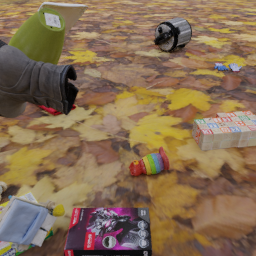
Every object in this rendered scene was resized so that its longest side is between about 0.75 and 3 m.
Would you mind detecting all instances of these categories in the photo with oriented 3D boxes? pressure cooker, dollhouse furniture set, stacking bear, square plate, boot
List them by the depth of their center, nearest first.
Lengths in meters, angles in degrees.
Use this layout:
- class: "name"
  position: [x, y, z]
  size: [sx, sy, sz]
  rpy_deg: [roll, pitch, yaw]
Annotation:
- class: "dollhouse furniture set"
  position: [-1.831, 1.995, 4.602]
  size: [1.173, 1.697, 1.797]
  rpy_deg: [23, 74, 30]
- class: "boot"
  position: [-1.906, -0.616, 5.718]
  size: [1.658, 2.519, 0.879]
  rpy_deg: [21, 68, -5]
- class: "stacking bear"
  position: [0.550, 1.014, 7.733]
  size: [1.059, 0.602, 0.643]
  rpy_deg: [-15, 38, -5]
- class: "square plate"
  position: [-2.551, -3.649, 9.556]
  size: [1.876, 0.269, 1.894]
  rpy_deg: [-30, -4, 42]
- class: "pressure cooker"
  position: [2.663, -5.747, 17.363]
  size: [2.090, 1.838, 1.866]
  rpy_deg: [-27, 56, -31]

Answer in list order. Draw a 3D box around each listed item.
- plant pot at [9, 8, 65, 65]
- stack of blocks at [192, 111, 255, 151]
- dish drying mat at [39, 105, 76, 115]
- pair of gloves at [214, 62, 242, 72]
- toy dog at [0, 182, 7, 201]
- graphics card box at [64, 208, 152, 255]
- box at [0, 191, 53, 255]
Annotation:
- class: "plant pot"
  position: [-2.543, -2.687, 8.331]
  size: [1.569, 1.677, 1.569]
  rpy_deg: [17, 58, -29]
- class: "stack of blocks"
  position: [3.252, 0.054, 9.206]
  size: [2.134, 0.625, 1.229]
  rpy_deg: [-5, 32, -7]
- class: "dish drying mat"
  position: [-3.434, -1.206, 11.623]
  size: [2.912, 0.265, 1.118]
  rpy_deg: [27, 40, 38]
- class: "pair of gloves"
  position: [5.380, -3.281, 15.053]
  size: [1.486, 0.169, 1.195]
  rpy_deg: [3, 32, 6]
- class: "toy dog"
  position: [-3.612, 1.531, 6.893]
  size: [1.153, 0.555, 0.761]
  rpy_deg: [-14, 34, -22]
- class: "graphics card box"
  position: [-0.387, 2.217, 5.900]
  size: [1.741, 0.443, 1.092]
  rpy_deg: [1, 31, 0]
- class: "box"
  position: [-2.748, 2.241, 5.836]
  size: [2.027, 0.490, 1.189]
  rpy_deg: [-20, 38, -32]
